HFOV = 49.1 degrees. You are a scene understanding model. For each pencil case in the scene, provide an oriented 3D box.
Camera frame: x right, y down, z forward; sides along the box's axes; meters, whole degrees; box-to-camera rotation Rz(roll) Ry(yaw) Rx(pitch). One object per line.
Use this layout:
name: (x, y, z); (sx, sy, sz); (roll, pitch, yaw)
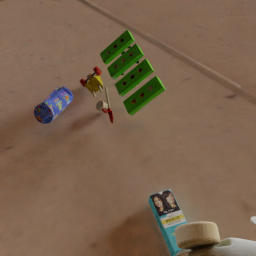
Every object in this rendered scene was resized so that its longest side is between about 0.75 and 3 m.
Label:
pencil case: (-2.039, -0.694, 7.793); (0.567, 0.631, 1.453); (3, 30, 13)

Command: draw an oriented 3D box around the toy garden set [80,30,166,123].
toy garden set: (-0.254, -1.307, 8.263); (2.178, 0.521, 2.613); (-37, 54, 18)

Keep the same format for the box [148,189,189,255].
box: (0.904, 1.945, 5.865); (0.519, 0.310, 1.262); (-13, 51, -15)

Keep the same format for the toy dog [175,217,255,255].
toy dog: (2.159, 2.383, 4.747); (2.938, 1.415, 1.937); (14, 63, 7)
